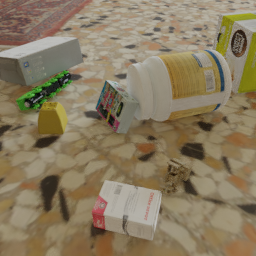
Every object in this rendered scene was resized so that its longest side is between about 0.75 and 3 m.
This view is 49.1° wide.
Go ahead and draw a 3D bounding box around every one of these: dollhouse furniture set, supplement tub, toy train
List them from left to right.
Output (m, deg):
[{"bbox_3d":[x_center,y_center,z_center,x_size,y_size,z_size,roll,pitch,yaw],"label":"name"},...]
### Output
[{"bbox_3d":[-2.899,-1.373,9.942,0.761,0.563,2.700,-5,28,25],"label":"toy train"},{"bbox_3d":[1.039,1.060,6.663,0.552,0.728,0.830,25,21,35],"label":"dollhouse furniture set"},{"bbox_3d":[1.501,-1.303,8.694,2.749,1.988,1.988,-10,38,-14],"label":"supplement tub"}]

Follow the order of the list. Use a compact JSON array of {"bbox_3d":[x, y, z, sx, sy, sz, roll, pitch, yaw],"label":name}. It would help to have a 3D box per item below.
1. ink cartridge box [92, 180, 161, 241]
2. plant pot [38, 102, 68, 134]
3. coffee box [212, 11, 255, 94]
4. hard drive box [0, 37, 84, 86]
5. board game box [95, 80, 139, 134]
[{"bbox_3d":[0.001,1.710,5.927,1.283,0.544,0.934,8,38,13],"label":"ink cartridge box"},{"bbox_3d":[-2.291,-0.347,8.435,0.766,0.784,0.761,1,37,0],"label":"plant pot"},{"bbox_3d":[4.771,-2.920,10.532,2.309,2.306,2.284,-8,38,-10],"label":"coffee box"},{"bbox_3d":[-3.501,-2.719,11.007,2.115,1.042,2.714,17,40,40],"label":"hard drive box"},{"bbox_3d":[-0.370,-0.663,8.512,0.463,1.063,1.441,5,29,-36],"label":"board game box"}]
